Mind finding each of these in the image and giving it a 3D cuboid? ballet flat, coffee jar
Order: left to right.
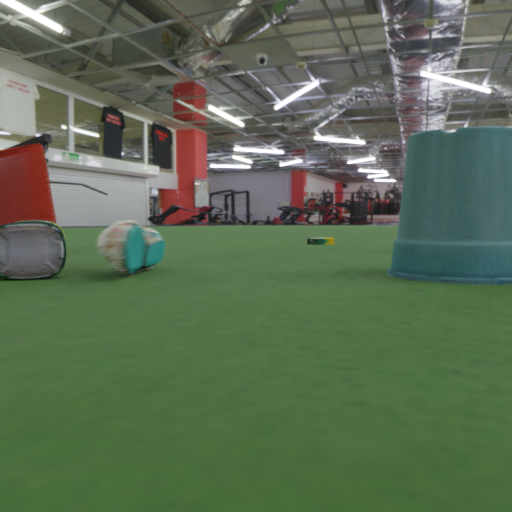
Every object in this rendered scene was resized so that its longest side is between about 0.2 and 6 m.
[{"bbox_3d":[-3.081,-0.114,7.691,0.906,0.742,1.738,-3,5,-18],"label":"coffee jar"},{"bbox_3d":[-1.785,-0.112,7.674,0.651,0.770,2.037,11,-4,3],"label":"ballet flat"}]

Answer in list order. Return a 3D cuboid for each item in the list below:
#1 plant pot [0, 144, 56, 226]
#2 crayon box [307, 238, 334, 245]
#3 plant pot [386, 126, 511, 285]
[{"bbox_3d":[-5.407,-0.938,10.932,2.192,2.194,1.933,4,15,41],"label":"plant pot"},{"bbox_3d":[1.887,-0.422,16.071,0.741,0.191,0.466,-2,5,-37],"label":"crayon box"},{"bbox_3d":[2.708,-0.658,7.382,1.929,1.889,1.929,-1,3,0],"label":"plant pot"}]
